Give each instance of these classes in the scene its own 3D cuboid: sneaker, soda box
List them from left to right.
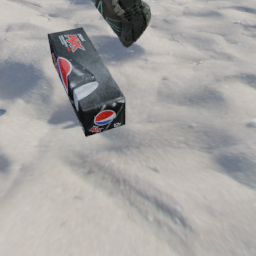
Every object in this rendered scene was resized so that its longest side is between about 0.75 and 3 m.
[{"bbox_3d":[-0.640,-0.733,4.054,0.615,0.550,1.737,-18,54,-17],"label":"soda box"},{"bbox_3d":[-0.175,-2.796,6.327,1.075,2.711,1.022,43,89,13],"label":"sneaker"}]
